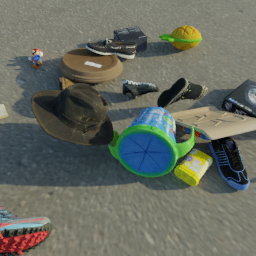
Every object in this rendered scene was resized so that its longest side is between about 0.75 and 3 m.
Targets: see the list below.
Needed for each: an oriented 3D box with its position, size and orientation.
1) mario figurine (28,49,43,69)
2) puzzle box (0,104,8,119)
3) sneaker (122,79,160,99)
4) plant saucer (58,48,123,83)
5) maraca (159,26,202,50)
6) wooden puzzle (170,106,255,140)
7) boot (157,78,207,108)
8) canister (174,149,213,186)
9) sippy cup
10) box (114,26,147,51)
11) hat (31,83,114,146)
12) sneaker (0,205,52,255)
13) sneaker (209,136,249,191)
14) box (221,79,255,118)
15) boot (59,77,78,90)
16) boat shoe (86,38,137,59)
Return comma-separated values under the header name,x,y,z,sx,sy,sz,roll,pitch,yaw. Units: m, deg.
name,x,y,z,sx,sy,sz,roll,pitch,yaw
mario figurine,-3.823,-2.942,11.547,0.652,0.560,1.056,-11,50,-9
puzzle box,-4.629,-0.456,9.537,0.929,0.118,0.618,-23,52,-19
sneaker,0.424,-1.326,10.025,1.390,0.462,0.629,10,84,7
plant saucer,-1.457,-2.561,11.038,2.561,0.377,2.561,5,39,-4
maraca,2.285,-3.906,12.122,1.843,0.986,1.263,-3,28,-8
wooden puzzle,2.570,-0.110,8.558,1.975,0.494,2.133,-11,21,-21
boot,1.785,-1.036,9.311,1.129,1.494,0.539,7,59,-32
canister,1.869,1.090,7.917,0.708,0.413,0.954,31,53,26
sippy cup,0.661,0.260,7.968,2.185,1.716,1.602,25,40,1
box,0.094,-3.888,12.362,1.191,0.620,1.084,-15,48,-13
hat,-1.270,-0.601,7.613,2.507,1.011,2.507,26,32,-18
sneaker,-3.186,2.137,6.473,2.843,1.127,1.358,-4,46,-4
sneaker,2.877,0.831,7.929,0.653,0.726,1.863,-10,48,-12
box,4.524,-0.740,9.582,1.614,0.439,2.015,-34,56,-27
boot,-2.020,-1.252,9.962,0.693,0.676,1.836,-5,44,-17
boat shoe,-0.636,-3.314,11.346,2.083,0.628,0.769,6,38,-19
